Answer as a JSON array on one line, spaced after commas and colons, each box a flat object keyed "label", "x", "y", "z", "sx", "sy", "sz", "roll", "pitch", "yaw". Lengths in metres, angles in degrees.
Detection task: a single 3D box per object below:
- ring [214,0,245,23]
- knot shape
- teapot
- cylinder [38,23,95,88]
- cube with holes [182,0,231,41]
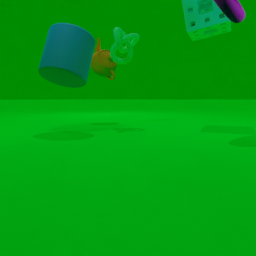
[{"label": "ring", "x": 2.565, "y": -3.663, "z": 7.637, "sx": 0.370, "sy": 1.852, "sz": 1.852, "roll": -35, "pitch": -15, "yaw": 33}, {"label": "knot shape", "x": -0.154, "y": -2.631, "z": 9.148, "sx": 0.539, "sy": 1.091, "sz": 1.166, "roll": 29, "pitch": 18, "yaw": 39}, {"label": "teapot", "x": -0.899, "y": -2.575, "z": 10.716, "sx": 1.076, "sy": 1.730, "sz": 0.847, "roll": -19, "pitch": -11, "yaw": -35}, {"label": "cylinder", "x": -1.662, "y": -1.948, "z": 7.703, "sx": 1.302, "sy": 1.302, "sz": 1.302, "roll": 10, "pitch": -13, "yaw": 2}, {"label": "cube with holes", "x": 2.748, "y": -4.041, "z": 9.765, "sx": 1.388, "sy": 1.388, "sz": 1.388, "roll": -9, "pitch": 1, "yaw": 22}]
